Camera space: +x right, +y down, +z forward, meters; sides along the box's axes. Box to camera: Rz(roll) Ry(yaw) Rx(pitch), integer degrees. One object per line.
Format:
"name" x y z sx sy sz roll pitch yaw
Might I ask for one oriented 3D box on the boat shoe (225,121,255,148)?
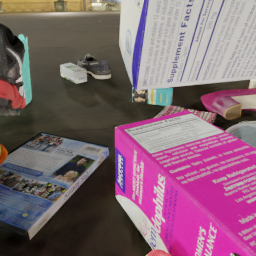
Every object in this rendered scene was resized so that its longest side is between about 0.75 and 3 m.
"boat shoe" 2.776 0.187 6.552 1.867 0.687 0.623 -5 9 -26

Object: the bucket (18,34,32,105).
"bucket" -4.486 -1.709 8.640 3.070 1.997 3.070 0 27 0

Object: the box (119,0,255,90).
"box" 1.146 -1.752 3.773 2.320 2.133 1.217 -7 51 -12

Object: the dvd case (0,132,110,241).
"dvd case" -1.792 0.880 5.475 1.912 0.235 2.681 10 29 21

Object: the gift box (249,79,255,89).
"gift box" 5.608 -2.222 9.581 2.271 2.096 2.121 14 28 36

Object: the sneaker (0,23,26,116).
"sneaker" -1.730 -0.730 3.624 0.801 1.108 2.267 5 1 -18

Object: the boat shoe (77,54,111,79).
"boat shoe" -1.493 -2.810 12.136 0.938 0.810 2.583 -15 30 -27

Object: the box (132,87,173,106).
"box" 0.777 -1.055 8.984 1.267 0.521 0.311 8 28 16

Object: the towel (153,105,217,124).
"towel" 1.608 -0.324 7.867 1.531 0.229 1.120 13 29 25

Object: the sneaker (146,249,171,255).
"sneaker" 0.334 2.021 2.437 0.806 0.931 2.062 -2 28 -8

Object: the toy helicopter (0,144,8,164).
"toy helicopter" -3.349 0.857 4.816 2.361 0.931 1.561 -21 38 -2

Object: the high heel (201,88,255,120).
"high heel" 3.579 -0.912 8.416 2.651 0.893 1.271 -18 34 -13

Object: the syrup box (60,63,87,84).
"syrup box" -2.213 -2.228 11.310 0.501 0.518 1.272 -20 33 -35

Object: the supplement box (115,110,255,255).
"supplement box" 1.079 1.037 3.759 1.507 1.476 2.916 -13 29 -23
